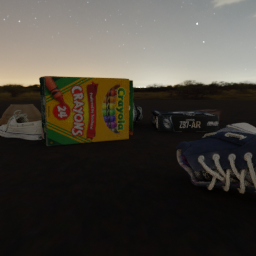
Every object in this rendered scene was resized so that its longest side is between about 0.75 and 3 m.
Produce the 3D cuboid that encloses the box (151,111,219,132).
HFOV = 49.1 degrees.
[{"bbox_3d":[1.992,-0.292,10.435,2.045,0.556,2.552,0,7,0],"label":"box"}]

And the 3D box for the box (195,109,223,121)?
[{"bbox_3d":[3.538,-0.539,12.486,0.739,0.553,1.475,7,12,44],"label":"box"}]

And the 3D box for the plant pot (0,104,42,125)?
[{"bbox_3d":[-4.408,-0.584,11.710,1.791,0.827,1.791,0,6,0],"label":"plant pot"}]

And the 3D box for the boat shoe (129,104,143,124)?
[{"bbox_3d":[0.171,-0.612,11.704,0.941,0.996,2.777,-2,0,-7],"label":"boat shoe"}]

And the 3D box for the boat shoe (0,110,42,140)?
[{"bbox_3d":[-3.128,-0.127,8.153,1.885,0.804,0.696,5,9,35],"label":"boat shoe"}]

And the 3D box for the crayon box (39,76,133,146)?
[{"bbox_3d":[-0.911,-0.506,7.519,2.701,1.715,0.686,-5,9,-27],"label":"crayon box"}]

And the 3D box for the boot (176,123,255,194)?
[{"bbox_3d":[1.421,0.554,3.423,1.138,0.917,2.520,-16,7,-3],"label":"boot"}]
